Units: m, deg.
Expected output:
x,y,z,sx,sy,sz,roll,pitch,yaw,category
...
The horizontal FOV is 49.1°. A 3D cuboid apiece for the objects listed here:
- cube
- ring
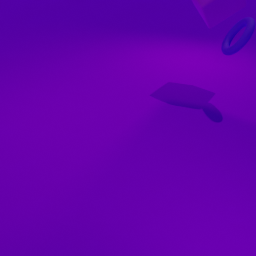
x,y,z,sx,sy,sz,roll,pitch,yaw,category
2.827,-4.388,9.060,1.350,1.350,1.350,-30,68,18,cube
3.211,-2.677,8.200,0.241,1.205,1.205,28,29,-15,ring
